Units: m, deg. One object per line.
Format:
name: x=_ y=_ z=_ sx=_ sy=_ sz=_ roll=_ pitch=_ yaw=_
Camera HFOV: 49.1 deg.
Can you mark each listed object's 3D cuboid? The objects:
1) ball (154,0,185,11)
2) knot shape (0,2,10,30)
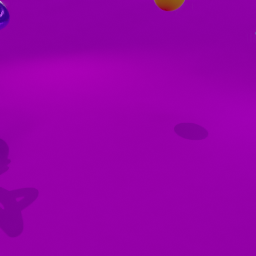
ball: x=1.175 y=-3.801 z=7.903 sx=0.939 sy=0.939 sz=0.939 roll=0 pitch=28 yaw=0
knot shape: x=-2.906 y=-2.016 z=5.290 sx=1.531 sy=0.707 sz=1.433 roll=3 pitch=54 yaw=29
